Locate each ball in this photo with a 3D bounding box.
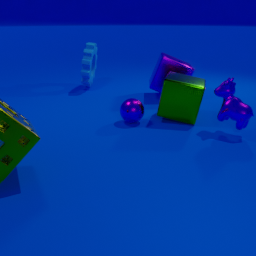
[{"bbox_3d":[0.126,-0.537,8.645,0.766,0.766,0.766,0,22,0],"label":"ball"}]

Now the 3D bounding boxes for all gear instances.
[{"bbox_3d":[-1.715,-2.812,12.465,0.350,1.890,1.890,9,22,0],"label":"gear"}]

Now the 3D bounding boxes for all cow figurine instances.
[{"bbox_3d":[2.903,-0.697,7.658,1.225,1.206,0.673,32,28,33],"label":"cow figurine"}]

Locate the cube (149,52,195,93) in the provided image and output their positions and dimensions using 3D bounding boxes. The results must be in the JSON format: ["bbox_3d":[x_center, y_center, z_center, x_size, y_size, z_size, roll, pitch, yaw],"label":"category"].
[{"bbox_3d":[1.705,-2.100,11.254,1.324,1.324,1.324,21,22,-5],"label":"cube"}]

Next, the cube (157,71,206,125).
[{"bbox_3d":[1.703,-0.979,8.900,1.218,1.218,1.218,15,25,10],"label":"cube"}]

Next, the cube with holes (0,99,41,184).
[{"bbox_3d":[-2.762,0.130,5.386,1.336,1.336,1.336,-50,31,-6],"label":"cube with holes"}]
